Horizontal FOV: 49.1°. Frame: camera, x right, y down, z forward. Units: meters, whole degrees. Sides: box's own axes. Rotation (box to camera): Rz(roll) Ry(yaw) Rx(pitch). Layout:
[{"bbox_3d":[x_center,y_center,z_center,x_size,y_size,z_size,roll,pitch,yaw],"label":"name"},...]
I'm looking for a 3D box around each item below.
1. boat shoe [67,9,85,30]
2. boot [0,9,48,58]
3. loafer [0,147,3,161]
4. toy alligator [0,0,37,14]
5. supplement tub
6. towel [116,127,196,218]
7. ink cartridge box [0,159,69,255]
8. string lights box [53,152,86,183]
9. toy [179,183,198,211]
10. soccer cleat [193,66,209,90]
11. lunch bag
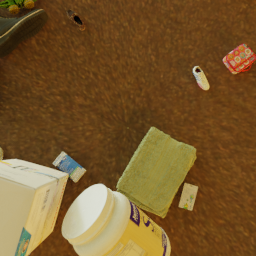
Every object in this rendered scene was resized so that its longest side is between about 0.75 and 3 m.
[{"bbox_3d":[-2.011,-4.236,10.798,0.355,0.355,1.010,-43,82,-4],"label":"boat shoe"},{"bbox_3d":[-4.449,-4.064,10.520,2.481,0.961,1.716,-37,78,-6],"label":"boot"},{"bbox_3d":[-5.741,1.059,9.646,2.713,0.926,1.027,-5,81,-1],"label":"loafer"},{"bbox_3d":[-3.863,-5.011,10.838,2.308,0.554,0.765,-24,84,-8],"label":"toy alligator"},{"bbox_3d":[-0.320,3.158,8.205,2.034,2.034,2.798,-46,113,-7],"label":"supplement tub"},{"bbox_3d":[0.969,1.513,9.740,2.022,0.497,2.726,28,88,3],"label":"towel"},{"bbox_3d":[-3.399,2.262,8.340,2.118,2.928,2.155,16,88,5],"label":"ink cartridge box"},{"bbox_3d":[-2.066,1.378,9.907,1.064,0.314,0.546,39,83,6],"label":"string lights box"},{"bbox_3d":[2.098,2.400,9.805,0.489,0.201,0.850,16,81,0],"label":"toy"},{"bbox_3d":[2.710,-1.850,10.377,0.338,0.418,0.969,-29,83,-5],"label":"soccer cleat"},{"bbox_3d":[4.217,-2.534,10.506,1.052,0.431,0.926,-37,87,-5],"label":"lunch bag"}]
